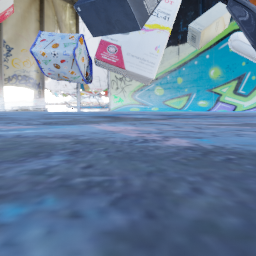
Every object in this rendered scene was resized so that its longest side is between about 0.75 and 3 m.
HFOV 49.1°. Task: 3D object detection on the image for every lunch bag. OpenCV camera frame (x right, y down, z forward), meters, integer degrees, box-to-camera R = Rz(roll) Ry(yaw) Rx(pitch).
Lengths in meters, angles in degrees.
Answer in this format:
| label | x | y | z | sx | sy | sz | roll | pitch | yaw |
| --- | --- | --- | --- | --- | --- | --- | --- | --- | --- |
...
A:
| label | x | y | z | sx | sy | sz | roll | pitch | yaw |
| --- | --- | --- | --- | --- | --- | --- | --- | --- | --- |
| lunch bag | -2.047 | -2.189 | 9.205 | 1.551 | 1.130 | 1.824 | 8 | -31 | 14 |

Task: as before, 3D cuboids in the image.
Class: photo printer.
| label | x | y | z | sx | sy | sz | roll | pitch | yaw |
| --- | --- | --- | --- | --- | --- | --- | --- | --- | --- |
| photo printer | 4.221 | -2.808 | 9.746 | 1.479 | 0.514 | 1.230 | 31 | 38 | 9 |

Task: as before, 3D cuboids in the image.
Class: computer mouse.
| label | x | y | z | sx | sy | sz | roll | pitch | yaw |
| --- | --- | --- | --- | --- | --- | --- | --- | --- | --- |
| computer mouse | 3.197 | -2.939 | 7.343 | 0.700 | 2.654 | 1.838 | -35 | -6 | 31 |

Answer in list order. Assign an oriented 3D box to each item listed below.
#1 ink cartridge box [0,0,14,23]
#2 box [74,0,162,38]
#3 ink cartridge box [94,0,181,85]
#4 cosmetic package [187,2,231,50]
| label | x | y | z | sx | sy | sz | roll | pitch | yaw |
| --- | --- | --- | --- | --- | --- | --- | --- | --- | --- |
| ink cartridge box | -2.189 | -2.235 | 4.185 | 0.482 | 0.832 | 1.127 | -49 | 5 | -26 |
| box | -0.137 | -2.725 | 5.911 | 1.389 | 1.365 | 0.861 | 7 | -36 | 39 |
| ink cartridge box | 0.304 | -3.191 | 9.495 | 2.125 | 2.879 | 1.233 | 19 | -1 | -2 |
| cosmetic package | 2.830 | -3.558 | 9.787 | 0.585 | 1.600 | 0.828 | 44 | -16 | 26 |
